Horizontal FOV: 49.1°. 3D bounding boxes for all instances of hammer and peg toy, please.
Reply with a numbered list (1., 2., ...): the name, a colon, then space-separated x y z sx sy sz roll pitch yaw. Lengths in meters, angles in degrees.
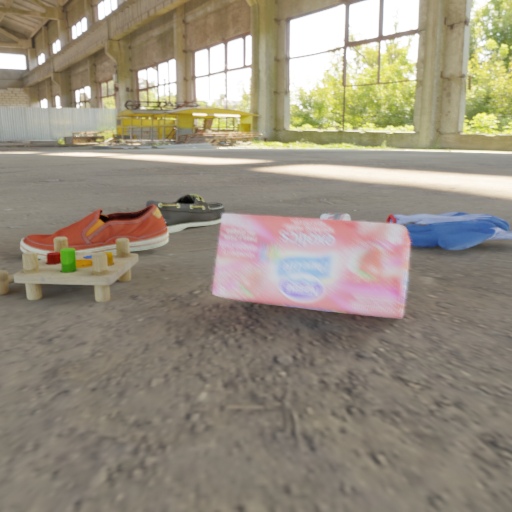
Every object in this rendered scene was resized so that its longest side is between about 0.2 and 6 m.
1. hammer and peg toy: -3.181 0.155 9.172 2.184 0.770 1.606 1 14 6

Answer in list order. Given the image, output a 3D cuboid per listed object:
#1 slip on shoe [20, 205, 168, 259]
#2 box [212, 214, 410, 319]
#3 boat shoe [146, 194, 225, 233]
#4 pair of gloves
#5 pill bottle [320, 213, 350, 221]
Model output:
1. slip on shoe: -3.280 -0.503 11.398 2.923 0.894 1.083 -8 20 -7
2. box: 0.793 0.149 7.692 2.461 1.165 1.263 5 -6 18
3. boat shoe: -1.738 -1.171 14.411 0.961 0.812 2.697 10 17 35
4. pair of gloves: 4.585 -0.597 13.022 2.982 0.423 3.709 0 13 9
5. pill bottle: 1.973 -0.868 14.021 0.693 0.402 0.402 7 15 38
